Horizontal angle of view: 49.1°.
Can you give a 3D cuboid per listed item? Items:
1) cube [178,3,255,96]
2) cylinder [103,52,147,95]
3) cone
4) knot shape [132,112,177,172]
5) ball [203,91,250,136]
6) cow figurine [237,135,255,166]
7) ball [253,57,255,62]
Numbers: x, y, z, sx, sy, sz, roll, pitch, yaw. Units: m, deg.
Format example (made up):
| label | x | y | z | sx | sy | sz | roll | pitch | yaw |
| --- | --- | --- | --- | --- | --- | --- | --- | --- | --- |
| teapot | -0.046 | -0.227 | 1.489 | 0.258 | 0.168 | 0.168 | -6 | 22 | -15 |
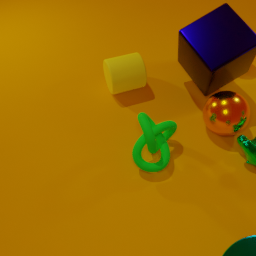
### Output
| label | x | y | z | sx | sy | sz | roll | pitch | yaw |
| --- | --- | --- | --- | --- | --- | --- | --- | --- | --- |
| cube | 2.212 | -1.922 | 7.091 | 1.385 | 1.385 | 1.385 | -31 | 70 | -2 |
| cylinder | -0.095 | -1.518 | 7.822 | 0.983 | 0.983 | 0.983 | -15 | 56 | -11 |
| cone | 2.524 | 2.657 | 4.432 | 1.640 | 1.646 | 1.640 | -26 | 51 | 37 |
| knot shape | 0.560 | 0.202 | 6.356 | 0.633 | 1.281 | 1.369 | 5 | 48 | 41 |
| ball | 2.417 | -0.364 | 6.920 | 1.114 | 1.114 | 1.114 | 0 | 54 | 0 |
| cow figurine | 3.482 | 0.523 | 6.451 | 1.508 | 0.828 | 1.484 | -35 | 99 | 14 |
| ball | 3.380 | -2.206 | 8.387 | 0.859 | 0.859 | 0.859 | 0 | 54 | 0 |
